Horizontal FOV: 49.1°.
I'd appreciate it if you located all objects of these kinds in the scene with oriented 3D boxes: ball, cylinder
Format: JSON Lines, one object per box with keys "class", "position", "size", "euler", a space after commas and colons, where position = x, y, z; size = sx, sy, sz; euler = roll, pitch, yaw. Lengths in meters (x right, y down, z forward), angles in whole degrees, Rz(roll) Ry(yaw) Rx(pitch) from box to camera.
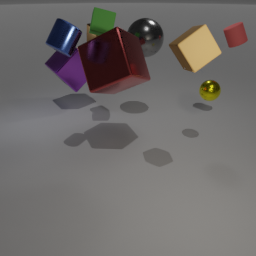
{"class": "ball", "position": [2.718, -1.242, 9.295], "size": [0.700, 0.700, 0.700], "euler": [0, 27, 0]}
{"class": "ball", "position": [0.634, -3.354, 10.445], "size": [1.400, 1.400, 1.400], "euler": [0, 27, 0]}
{"class": "cylinder", "position": [-1.621, -2.277, 7.087], "size": [0.700, 0.700, 0.700], "euler": [27, 3, -2]}
{"class": "cylinder", "position": [3.982, -3.446, 10.370], "size": [0.700, 0.700, 0.700], "euler": [-23, 19, 9]}

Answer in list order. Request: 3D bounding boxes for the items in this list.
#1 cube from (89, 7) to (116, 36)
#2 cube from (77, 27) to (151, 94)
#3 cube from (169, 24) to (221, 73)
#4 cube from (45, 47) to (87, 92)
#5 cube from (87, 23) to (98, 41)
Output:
{"class": "cube", "position": [-0.823, -3.346, 8.946], "size": [0.700, 0.700, 0.700], "euler": [10, 9, -12]}
{"class": "cube", "position": [-0.376, -1.879, 8.200], "size": [1.400, 1.400, 1.400], "euler": [-17, -3, 26]}
{"class": "cube", "position": [1.424, -1.709, 6.032], "size": [0.700, 0.700, 0.700], "euler": [-36, 18, 4]}
{"class": "cube", "position": [-2.549, -2.725, 12.494], "size": [1.400, 1.400, 1.400], "euler": [-48, 45, -3]}
{"class": "cube", "position": [-1.000, -3.293, 9.961], "size": [0.700, 0.700, 0.700], "euler": [-22, 47, -30]}
